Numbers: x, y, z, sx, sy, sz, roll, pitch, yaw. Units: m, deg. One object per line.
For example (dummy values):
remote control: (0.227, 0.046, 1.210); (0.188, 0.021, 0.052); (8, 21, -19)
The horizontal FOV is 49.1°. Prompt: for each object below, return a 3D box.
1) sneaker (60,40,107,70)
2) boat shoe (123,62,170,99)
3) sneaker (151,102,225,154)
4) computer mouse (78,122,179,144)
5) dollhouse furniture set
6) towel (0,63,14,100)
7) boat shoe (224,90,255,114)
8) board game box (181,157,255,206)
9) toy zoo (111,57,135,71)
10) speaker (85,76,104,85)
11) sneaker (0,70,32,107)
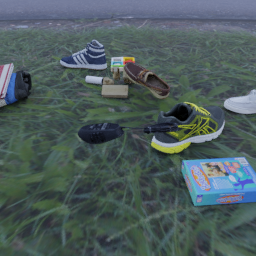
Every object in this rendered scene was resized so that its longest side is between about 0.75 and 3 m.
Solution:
sneaker: (-2.229, -3.660, 13.834); (2.435, 1.321, 0.853); (7, 32, 12)
boat shoe: (0.733, -1.954, 10.745); (2.106, 0.758, 0.760); (40, 75, 9)
sneaker: (1.971, -0.224, 8.363); (2.931, 1.240, 1.092); (-24, 40, -34)
computer mouse: (-0.006, 0.125, 6.654); (2.397, 0.408, 0.703); (-2, 14, 6)
dollhouse furniture set: (-0.355, -1.691, 11.690); (1.282, 1.098, 1.348); (2, 67, 3)
towel: (-5.636, -1.471, 10.306); (2.708, 0.308, 1.950); (-12, 48, 4)
boat shoe: (4.678, -0.991, 10.017); (2.331, 0.799, 0.839); (5, 32, 7)
board game box: (2.261, 1.253, 6.792); (1.658, 0.373, 1.261); (-2, 32, -3)
toy zoo: (-0.257, -3.328, 14.377); (1.211, 0.189, 1.846); (0, 32, 0)
speaker: (-1.452, -2.094, 12.270); (0.767, 0.311, 0.311); (8, 33, 13)
sneaker: (-4.649, -1.878, 11.200); (1.475, 1.018, 2.652); (-19, 40, -18)
